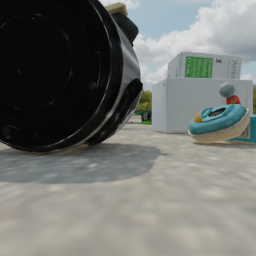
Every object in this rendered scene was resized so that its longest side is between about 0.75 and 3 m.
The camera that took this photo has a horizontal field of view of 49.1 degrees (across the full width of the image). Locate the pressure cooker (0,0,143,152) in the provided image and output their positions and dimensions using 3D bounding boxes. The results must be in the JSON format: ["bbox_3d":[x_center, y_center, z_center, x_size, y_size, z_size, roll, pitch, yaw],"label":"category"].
[{"bbox_3d":[-0.649,-0.603,3.157,1.593,1.618,1.811,-3,2,10],"label":"pressure cooker"}]

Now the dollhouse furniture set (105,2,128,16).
[{"bbox_3d":[-0.970,-3.763,9.655,1.979,1.404,1.568,-17,-25,6],"label":"dollhouse furniture set"}]

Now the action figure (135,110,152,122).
[{"bbox_3d":[1.086,-0.561,14.778,1.402,0.649,2.374,-1,-5,2],"label":"action figure"}]

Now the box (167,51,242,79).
[{"bbox_3d":[2.267,-1.130,9.011,1.856,2.156,2.167,4,3,-3],"label":"box"}]

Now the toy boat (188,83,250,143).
[{"bbox_3d":[1.176,-0.201,3.585,0.824,0.455,0.980,-17,19,49],"label":"toy boat"}]

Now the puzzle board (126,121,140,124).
[{"bbox_3d":[-0.081,-0.282,14.306,1.047,0.121,1.389,2,3,39],"label":"puzzle board"}]

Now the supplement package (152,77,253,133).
[{"bbox_3d":[1.573,-0.468,6.164,1.908,1.115,1.119,0,2,-11],"label":"supplement package"}]

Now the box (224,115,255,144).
[{"bbox_3d":[2.031,0.005,3.833,1.431,0.352,0.589,-1,3,-28],"label":"box"}]

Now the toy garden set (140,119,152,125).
[{"bbox_3d":[1.202,-0.289,12.699,1.040,0.249,1.247,-1,2,-14],"label":"toy garden set"}]
